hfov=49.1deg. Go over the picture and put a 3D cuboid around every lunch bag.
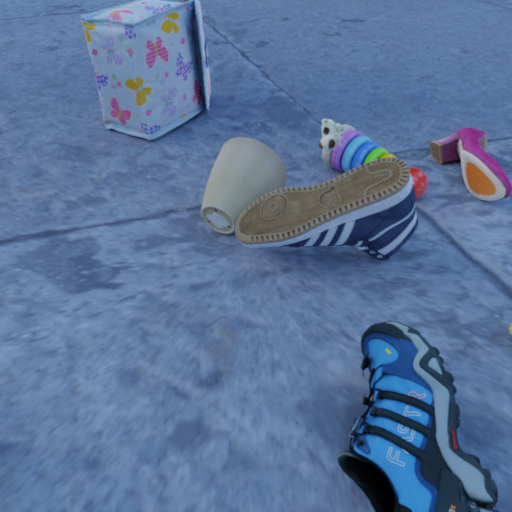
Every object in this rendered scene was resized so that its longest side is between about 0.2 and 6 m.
[{"bbox_3d":[-2.154,-4.591,13.144,2.001,2.669,3.148,17,39,26],"label":"lunch bag"}]

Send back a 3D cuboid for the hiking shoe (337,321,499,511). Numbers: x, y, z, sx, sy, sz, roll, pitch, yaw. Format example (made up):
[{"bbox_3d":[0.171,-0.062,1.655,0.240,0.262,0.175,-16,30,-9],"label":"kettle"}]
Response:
[{"bbox_3d":[1.454,1.801,5.916,1.282,1.100,2.958,-3,37,-6],"label":"hiking shoe"}]

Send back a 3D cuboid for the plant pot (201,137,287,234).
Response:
[{"bbox_3d":[-0.344,-1.105,9.849,1.337,1.337,1.427,16,55,20],"label":"plant pot"}]

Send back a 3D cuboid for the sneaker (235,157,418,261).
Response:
[{"bbox_3d":[1.197,-0.462,8.964,2.848,1.545,0.998,-17,54,19],"label":"sneaker"}]

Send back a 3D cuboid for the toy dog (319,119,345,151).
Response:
[{"bbox_3d":[1.120,-1.801,8.461,0.324,0.450,0.465,-1,62,27],"label":"toy dog"}]

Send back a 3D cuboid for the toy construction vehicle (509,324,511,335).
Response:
[{"bbox_3d":[4.013,1.303,7.225,1.149,0.465,1.320,-19,37,-7],"label":"toy construction vehicle"}]

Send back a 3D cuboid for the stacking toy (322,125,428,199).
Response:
[{"bbox_3d":[2.365,-1.737,10.978,0.926,0.926,2.170,-29,52,-33],"label":"stacking toy"}]

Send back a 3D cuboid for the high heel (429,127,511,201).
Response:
[{"bbox_3d":[4.583,-1.879,11.039,1.291,0.906,2.691,-16,25,-3],"label":"high heel"}]
